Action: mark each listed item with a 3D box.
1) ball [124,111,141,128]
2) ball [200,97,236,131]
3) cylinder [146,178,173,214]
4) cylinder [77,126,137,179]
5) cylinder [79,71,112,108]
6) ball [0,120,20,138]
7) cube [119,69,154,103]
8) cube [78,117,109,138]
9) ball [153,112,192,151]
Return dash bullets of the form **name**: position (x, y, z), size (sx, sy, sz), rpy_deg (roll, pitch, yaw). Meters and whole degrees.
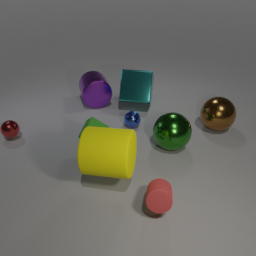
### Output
- **ball**: position (0.181, -0.362, 11.676), size (0.700, 0.700, 0.700), rpy_deg (0, 32, 0)
- **ball**: position (3.647, -0.571, 11.351), size (1.400, 1.400, 1.400), rpy_deg (0, 32, 0)
- **cylinder**: position (0.844, 1.819, 7.544), size (0.700, 0.700, 0.700), rpy_deg (4, 16, 7)
- **cylinder**: position (-0.555, 0.695, 8.052), size (1.400, 1.400, 1.400), rpy_deg (4, 32, 11)
- **cylinder**: position (-1.578, -1.858, 13.433), size (1.400, 1.400, 1.400), rpy_deg (-8, 32, -13)
- **ball**: position (-4.569, 0.045, 10.857), size (0.700, 0.700, 0.700), rpy_deg (0, 32, 0)
- **cube**: position (0.428, -1.907, 13.065), size (1.400, 1.400, 1.400), rpy_deg (5, 5, 7)
- **cube**: position (-1.211, 0.129, 9.810), size (0.700, 0.700, 0.700), rpy_deg (30, 69, -17)
- **ball**: position (1.610, 0.127, 10.208), size (1.400, 1.400, 1.400), rpy_deg (0, 32, 0)
